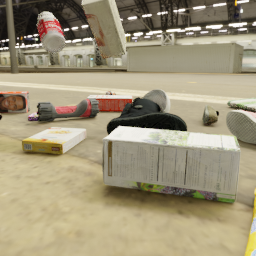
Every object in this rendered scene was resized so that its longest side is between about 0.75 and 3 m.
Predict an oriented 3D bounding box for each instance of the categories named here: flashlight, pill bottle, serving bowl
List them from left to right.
[{"bbox_3d":[-2.434,-3.015,8.756,0.707,0.707,1.260,-7,58,-27],"label":"pill bottle"},{"bbox_3d":[-2.296,-0.756,10.830,2.317,0.784,0.787,-3,-28,-30],"label":"flashlight"},{"bbox_3d":[0.890,-0.576,9.527,0.477,1.451,1.451,30,-7,-37],"label":"serving bowl"}]

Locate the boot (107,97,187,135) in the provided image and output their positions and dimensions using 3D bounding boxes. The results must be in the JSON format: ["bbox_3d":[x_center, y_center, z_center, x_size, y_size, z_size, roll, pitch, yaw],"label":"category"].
[{"bbox_3d":[0.726,-0.336,8.553,2.378,0.908,1.998,-1,24,22],"label":"boot"}]

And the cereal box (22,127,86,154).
[{"bbox_3d":[-1.960,0.304,7.696,1.143,0.314,1.589,3,14,12],"label":"cereal box"}]

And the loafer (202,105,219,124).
[{"bbox_3d":[3.107,-0.459,10.498,0.539,0.582,1.549,12,23,11],"label":"loafer"}]

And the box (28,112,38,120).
[{"bbox_3d":[-3.537,-0.465,11.119,0.597,0.171,0.873,0,14,-2],"label":"box"}]

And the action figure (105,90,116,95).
[{"bbox_3d":[-1.235,-2.018,16.732,1.037,0.543,1.004,1,5,5],"label":"action figure"}]

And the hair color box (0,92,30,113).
[{"bbox_3d":[-5.300,-1.137,12.344,1.764,0.895,0.540,-2,14,-4],"label":"hair color box"}]

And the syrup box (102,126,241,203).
[{"bbox_3d":[0.768,0.596,5.179,2.343,0.954,0.922,4,14,15],"label":"syrup box"}]

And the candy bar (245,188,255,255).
[{"bbox_3d":[1.896,1.329,3.728,0.568,0.253,2.279,7,15,28],"label":"candy bar"}]

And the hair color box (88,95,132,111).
[{"bbox_3d":[-0.821,-1.162,12.995,2.044,0.626,1.037,1,14,2],"label":"hair color box"}]

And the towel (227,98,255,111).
[{"bbox_3d":[6.135,-0.966,12.995,1.870,0.385,2.507,-8,18,-20],"label":"towel"}]

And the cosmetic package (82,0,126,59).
[{"bbox_3d":[-0.701,-3.318,8.913,0.844,1.934,1.000,-8,47,12],"label":"cosmetic package"}]

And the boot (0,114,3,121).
[{"bbox_3d":[-5.527,-0.379,9.847,1.404,0.674,1.920,10,19,22],"label":"boot"}]

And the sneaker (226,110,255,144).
[{"bbox_3d":[3.891,0.012,7.888,1.140,0.821,2.181,-9,21,-27],"label":"sneaker"}]
